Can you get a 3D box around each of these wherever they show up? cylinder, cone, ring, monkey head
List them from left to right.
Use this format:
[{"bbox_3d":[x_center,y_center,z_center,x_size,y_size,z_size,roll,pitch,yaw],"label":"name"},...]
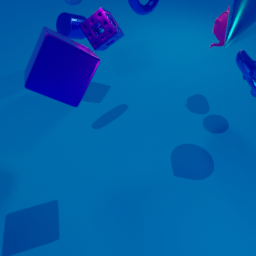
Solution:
[{"bbox_3d":[-2.008,-3.683,10.167,0.863,0.863,0.863,34,29,28],"label":"cylinder"},{"bbox_3d":[0.464,-3.894,7.799,0.283,1.415,1.415,22,49,36],"label":"ring"},{"bbox_3d":[2.557,-2.304,6.365,1.284,1.284,1.289,35,86,29],"label":"cone"},{"bbox_3d":[1.880,-0.765,3.638,0.715,0.854,1.187,-28,30,39],"label":"monkey head"}]

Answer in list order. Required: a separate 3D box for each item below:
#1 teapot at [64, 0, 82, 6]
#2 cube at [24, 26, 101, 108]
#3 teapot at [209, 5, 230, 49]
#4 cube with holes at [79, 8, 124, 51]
[{"bbox_3d":[-1.786,-4.298,9.068,1.107,0.688,0.542,-17,48,-38],"label":"teapot"},{"bbox_3d":[-1.245,-1.131,5.168,0.996,0.996,0.996,21,17,-28],"label":"cube"},{"bbox_3d":[3.026,-3.121,8.701,0.774,1.580,0.983,20,8,-17],"label":"teapot"},{"bbox_3d":[-0.855,-3.259,9.369,0.943,0.943,0.943,-31,5,20],"label":"cube with holes"}]
